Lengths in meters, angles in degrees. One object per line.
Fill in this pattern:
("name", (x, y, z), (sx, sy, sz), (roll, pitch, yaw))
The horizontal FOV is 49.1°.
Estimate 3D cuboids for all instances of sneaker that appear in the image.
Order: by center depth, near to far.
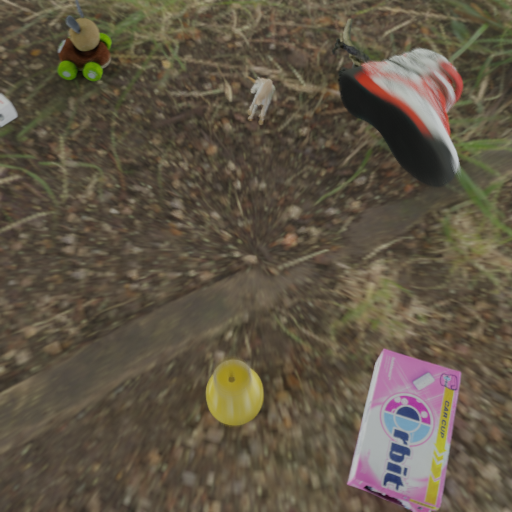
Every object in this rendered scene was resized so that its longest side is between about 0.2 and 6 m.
("sneaker", (2.498, -2.170, 8.156), (1.534, 0.955, 2.861), (-20, 44, -9))

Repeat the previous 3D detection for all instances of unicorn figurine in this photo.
("unicorn figurine", (0.083, -2.585, 9.120), (0.429, 1.162, 0.798), (19, 90, -21))

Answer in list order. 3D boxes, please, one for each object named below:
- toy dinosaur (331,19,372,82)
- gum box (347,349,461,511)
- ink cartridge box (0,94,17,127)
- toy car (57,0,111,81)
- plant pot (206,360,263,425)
("toy dinosaur", (1.707, -3.335, 9.605), (0.832, 0.448, 1.889), (-11, 68, -34))
("gum box", (1.740, 2.067, 6.590), (0.951, 0.554, 1.676), (16, 62, 9))
("ink cartridge box", (-4.482, -2.337, 9.209), (0.606, 0.353, 0.832), (40, 66, 20))
("toy car", (-3.027, -3.733, 9.552), (0.887, 1.125, 0.924), (3, 60, 2))
("plant pot", (-0.271, 1.585, 6.719), (0.707, 0.665, 0.707), (-1, 56, 2))
